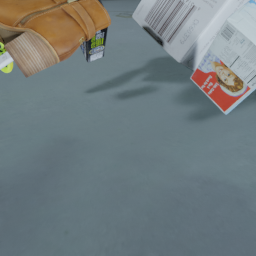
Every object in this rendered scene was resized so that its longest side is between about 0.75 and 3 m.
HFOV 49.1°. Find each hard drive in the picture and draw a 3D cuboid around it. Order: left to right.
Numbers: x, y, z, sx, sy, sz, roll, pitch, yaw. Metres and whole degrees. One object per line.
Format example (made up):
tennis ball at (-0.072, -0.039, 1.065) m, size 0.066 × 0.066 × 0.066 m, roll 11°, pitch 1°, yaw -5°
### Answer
hard drive at (-3.000, -1.950, 7.344) m, size 0.998 × 0.131 × 0.658 m, roll -36°, pitch 40°, yaw -5°

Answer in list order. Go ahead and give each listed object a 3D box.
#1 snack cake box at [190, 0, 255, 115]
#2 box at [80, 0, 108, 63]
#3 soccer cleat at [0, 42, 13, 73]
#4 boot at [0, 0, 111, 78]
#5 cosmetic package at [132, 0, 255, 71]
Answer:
snack cake box at (1.737, -1.003, 4.457) m, size 0.566 × 1.685 × 0.969 m, roll -40°, pitch 80°, yaw -16°
box at (-1.408, -3.560, 8.445) m, size 0.648 × 2.346 × 2.929 m, roll -24°, pitch -2°, yaw -9°
soccer cleat at (-3.800, -2.716, 8.371) m, size 0.677 × 2.093 × 0.876 m, roll -11°, pitch 13°, yaw 29°
boot at (-1.706, -2.287, 5.423) m, size 1.951 × 0.964 × 2.513 m, roll -36°, pitch 62°, yaw -12°
cosmetic package at (2.174, -2.718, 7.076) m, size 2.823 × 2.329 × 2.327 m, roll 12°, pitch 35°, yaw -45°
